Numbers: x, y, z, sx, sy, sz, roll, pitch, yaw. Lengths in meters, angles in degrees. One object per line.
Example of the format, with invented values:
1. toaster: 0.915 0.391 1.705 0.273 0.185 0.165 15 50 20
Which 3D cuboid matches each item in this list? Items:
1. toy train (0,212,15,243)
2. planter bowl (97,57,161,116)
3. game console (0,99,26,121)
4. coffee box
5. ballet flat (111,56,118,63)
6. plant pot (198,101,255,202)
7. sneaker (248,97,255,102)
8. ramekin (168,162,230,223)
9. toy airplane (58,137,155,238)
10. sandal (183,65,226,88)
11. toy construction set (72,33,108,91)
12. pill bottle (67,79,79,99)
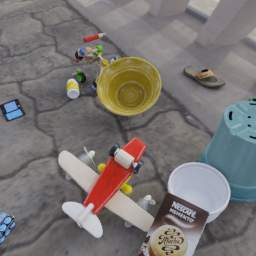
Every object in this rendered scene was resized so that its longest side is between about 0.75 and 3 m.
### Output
1. toy train: -3.429 2.697 7.535 0.467 0.354 0.817 11 47 23
2. planter bowl: 0.072 -1.397 10.573 2.350 0.979 2.350 -2 71 6
3. game console: -4.481 -0.707 10.868 0.751 0.647 0.446 -26 24 -24
4. coffee box: 1.046 2.660 6.642 1.107 0.782 1.959 22 79 21
5. ballet flat: -0.630 -3.064 13.265 0.401 0.401 1.097 -5 48 -5
6. plant pot: 3.442 0.595 8.263 2.320 2.273 2.320 0 46 0
7. sneaker: 5.242 -0.947 11.107 0.978 0.417 0.382 16 47 14
8. ramekin: 1.947 1.893 7.941 1.677 0.880 1.677 0 45 0
9. toy airplane: -0.567 1.697 7.794 2.545 1.804 2.556 -10 81 4
10. sandal: 3.373 -2.385 12.436 0.840 0.561 2.056 -31 53 -27
11. toy construction set: -1.131 -2.934 11.944 1.780 2.317 1.932 -30 60 -33
12. pill bottle: -2.327 -1.673 11.778 0.489 0.489 0.870 -9 45 -9
